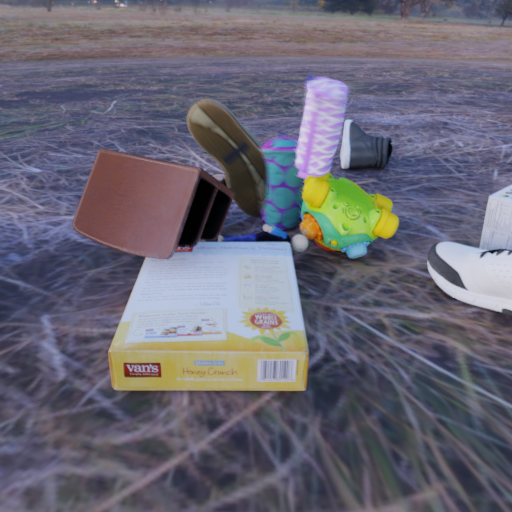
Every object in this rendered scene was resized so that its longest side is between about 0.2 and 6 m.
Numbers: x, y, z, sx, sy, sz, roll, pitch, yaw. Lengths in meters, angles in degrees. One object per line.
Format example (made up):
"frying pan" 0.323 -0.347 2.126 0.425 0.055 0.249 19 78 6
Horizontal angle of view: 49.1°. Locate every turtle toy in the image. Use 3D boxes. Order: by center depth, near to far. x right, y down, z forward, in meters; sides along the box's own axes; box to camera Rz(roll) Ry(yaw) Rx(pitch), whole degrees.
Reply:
"turtle toy" 1.586 -0.801 10.733 1.819 1.261 2.496 25 23 -4

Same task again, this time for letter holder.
"letter holder" -1.699 -0.693 9.056 2.151 1.529 1.082 15 -7 30

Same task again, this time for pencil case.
"pencil case" 1.096 -2.193 9.616 0.716 1.707 0.730 20 45 17
"pencil case" 0.536 -1.463 11.364 0.882 1.909 0.812 7 37 10

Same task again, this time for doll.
"doll" 0.144 -0.182 9.912 1.544 1.054 0.374 -6 56 7

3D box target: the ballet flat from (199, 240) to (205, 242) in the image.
"ballet flat" -1.409 -0.775 11.213 0.913 0.846 2.590 0 25 -3

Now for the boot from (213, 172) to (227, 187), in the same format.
"boot" -0.418 -1.809 13.851 1.584 0.557 1.158 8 23 13

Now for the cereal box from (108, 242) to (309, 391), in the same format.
"cereal box" -0.584 0.700 8.206 2.414 0.663 3.355 0 24 0

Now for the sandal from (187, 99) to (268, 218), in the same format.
"sandal" -0.366 -2.081 11.692 1.185 2.950 0.797 -29 33 15

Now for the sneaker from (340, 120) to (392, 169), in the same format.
"sneaker" 3.245 -3.251 16.522 1.430 1.019 2.884 5 30 5

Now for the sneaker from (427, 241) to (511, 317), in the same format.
"sneaker" 4.044 0.269 8.443 1.213 1.316 3.290 -18 29 -31

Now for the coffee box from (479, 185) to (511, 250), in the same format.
"coffee box" 5.010 -0.592 10.468 1.127 1.128 1.116 -22 33 -39
